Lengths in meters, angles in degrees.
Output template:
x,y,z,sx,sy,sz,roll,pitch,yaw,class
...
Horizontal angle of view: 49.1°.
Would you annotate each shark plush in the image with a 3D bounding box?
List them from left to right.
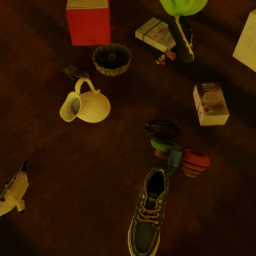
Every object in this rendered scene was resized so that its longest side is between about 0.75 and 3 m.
x,y,z,sx,sy,sz,roll,pitch,yaw,class
-3.587,1.737,8.609,0.810,0.884,1.945,-13,56,29,shark plush

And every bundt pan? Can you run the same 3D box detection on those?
x,y,z,sx,sy,sz,roll,pitch,yaw,class
-0.653,-2.772,11.678,1.619,0.608,1.619,0,55,0,bundt pan

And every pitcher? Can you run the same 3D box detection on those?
x,y,z,sx,sy,sz,roll,pitch,yaw,class
-1.281,-0.904,9.360,1.050,1.486,1.732,33,17,27,pitcher

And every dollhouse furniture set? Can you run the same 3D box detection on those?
x,y,z,sx,sy,sz,roll,pitch,yaw,class
1.639,-2.968,12.044,0.428,0.323,0.795,40,81,23,dollhouse furniture set

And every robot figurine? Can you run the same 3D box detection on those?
x,y,z,sx,sy,sz,roll,pitch,yaw,class
2.680,-6.133,13.020,2.578,1.700,2.938,-12,15,40,robot figurine

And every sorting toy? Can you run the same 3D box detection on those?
x,y,z,sx,sy,sz,roll,pitch,yaw,class
1.561,1.023,8.989,2.020,1.214,0.829,20,101,22,sorting toy

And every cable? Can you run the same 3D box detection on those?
x,y,z,sx,sy,sz,roll,pitch,yaw,class
1.195,0.044,9.714,1.285,0.327,1.049,18,31,10,cable

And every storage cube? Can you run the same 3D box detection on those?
x,y,z,sx,sy,sz,roll,pitch,yaw,class
-1.708,-4.965,12.442,2.036,1.830,1.740,-2,56,-2,storage cube

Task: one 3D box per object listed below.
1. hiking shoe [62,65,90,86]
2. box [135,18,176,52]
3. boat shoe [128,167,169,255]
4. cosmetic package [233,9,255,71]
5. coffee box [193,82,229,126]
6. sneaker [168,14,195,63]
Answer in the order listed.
x,y,z,sx,sy,sz,roll,pitch,yaw,class
-2.192,-2.133,11.320,1.243,0.471,0.626,22,55,13,hiking shoe
1.438,-4.291,12.867,1.773,0.365,1.383,36,63,21,box
0.571,2.351,7.842,0.896,1.149,2.532,11,56,7,boat shoe
5.789,-3.647,11.322,1.807,2.160,1.797,-35,62,-21,cosmetic package
3.039,-0.919,10.390,0.909,0.634,1.589,-3,56,-2,coffee box
2.539,-3.983,12.086,0.987,0.854,2.383,-16,75,-9,sneaker
